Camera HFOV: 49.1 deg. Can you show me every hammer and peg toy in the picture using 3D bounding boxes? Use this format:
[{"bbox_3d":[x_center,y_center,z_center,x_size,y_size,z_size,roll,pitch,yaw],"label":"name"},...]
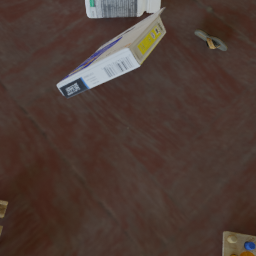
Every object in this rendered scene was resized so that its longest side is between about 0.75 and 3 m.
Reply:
[{"bbox_3d":[3.113,3.195,6.728,1.671,0.589,1.229,8,67,3],"label":"hammer and peg toy"}]

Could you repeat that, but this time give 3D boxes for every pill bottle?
[{"bbox_3d":[-0.175,-4.424,9.322,2.433,1.376,1.376,-2,68,-1],"label":"pill bottle"}]

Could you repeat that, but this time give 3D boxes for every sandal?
[{"bbox_3d":[2.684,-2.838,9.197,1.250,0.511,0.341,35,89,11],"label":"sandal"}]

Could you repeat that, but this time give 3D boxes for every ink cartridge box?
[{"bbox_3d":[-0.300,-1.975,7.446,0.609,2.562,2.593,56,43,-19],"label":"ink cartridge box"}]

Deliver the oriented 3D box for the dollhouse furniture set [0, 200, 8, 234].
[{"bbox_3d":[-4.162,2.544,6.917,1.900,1.236,1.745,17,68,-16],"label":"dollhouse furniture set"}]
